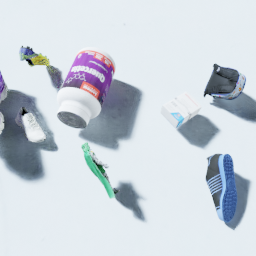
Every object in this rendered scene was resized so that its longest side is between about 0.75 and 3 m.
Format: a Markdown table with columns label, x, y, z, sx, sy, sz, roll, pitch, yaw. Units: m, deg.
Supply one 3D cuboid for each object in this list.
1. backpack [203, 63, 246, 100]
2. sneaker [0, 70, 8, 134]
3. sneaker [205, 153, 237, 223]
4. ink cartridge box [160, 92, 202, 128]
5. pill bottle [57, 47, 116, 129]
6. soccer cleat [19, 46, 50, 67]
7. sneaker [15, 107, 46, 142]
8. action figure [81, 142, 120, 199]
| label | x | y | z | sx | sy | sz | roll | pitch | yaw |
| --- | --- | --- | --- | --- | --- | --- | --- | --- | --- |
| backpack | 2.957 | -1.305 | 8.388 | 0.851 | 1.053 | 1.105 | 15 | 97 | -30 |
| sneaker | -4.015 | -0.815 | 7.643 | 1.140 | 1.180 | 2.829 | -2 | 48 | -15 |
| sneaker | 2.352 | 1.512 | 7.218 | 0.597 | 0.663 | 1.703 | 11 | 76 | -30 |
| ink cartridge box | 1.506 | -0.523 | 7.970 | 0.930 | 0.399 | 0.681 | -30 | 66 | -25 |
| pill bottle | -1.248 | -1.175 | 8.266 | 1.300 | 1.300 | 2.313 | 13 | 61 | 7 |
| soccer cleat | -2.976 | -2.157 | 8.899 | 0.435 | 1.346 | 0.563 | 8 | 88 | 18 |
| sneaker | -2.814 | -0.086 | 8.025 | 1.290 | 0.562 | 0.481 | 41 | 42 | 21 |
| action figure | -0.726 | 1.001 | 6.929 | 0.399 | 0.863 | 1.461 | -33 | 97 | -19 |
